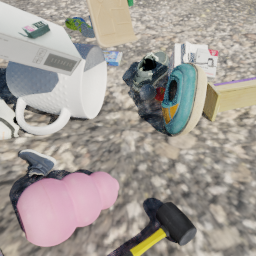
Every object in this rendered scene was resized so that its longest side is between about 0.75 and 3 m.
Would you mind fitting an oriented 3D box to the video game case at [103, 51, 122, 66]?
[{"bbox_3d":[-0.760,-2.875,11.521,0.932,0.212,0.844,5,42,6],"label":"video game case"}]

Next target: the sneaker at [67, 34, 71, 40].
[{"bbox_3d":[-3.016,-4.082,12.729,0.885,0.326,0.522,-25,42,-28],"label":"sneaker"}]

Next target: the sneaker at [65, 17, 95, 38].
[{"bbox_3d":[-1.505,-3.501,9.545,1.202,0.455,0.632,27,47,4],"label":"sneaker"}]

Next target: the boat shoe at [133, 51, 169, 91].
[{"bbox_3d":[0.941,-2.363,10.505,0.968,0.821,2.659,17,45,18],"label":"boat shoe"}]

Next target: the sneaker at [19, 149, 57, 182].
[{"bbox_3d":[-2.484,0.966,7.196,1.044,0.397,0.754,14,42,13],"label":"sneaker"}]

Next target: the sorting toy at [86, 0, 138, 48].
[{"bbox_3d":[-0.330,-3.166,7.266,0.391,1.965,2.658,-9,17,32],"label":"sorting toy"}]

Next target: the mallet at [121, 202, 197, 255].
[{"bbox_3d":[0.243,2.523,5.490,2.638,0.543,0.869,-33,47,-26],"label":"mallet"}]

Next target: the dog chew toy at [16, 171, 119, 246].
[{"bbox_3d":[-1.170,1.569,5.960,2.144,1.335,1.335,-16,45,-28],"label":"dog chew toy"}]

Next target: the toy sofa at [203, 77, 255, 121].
[{"bbox_3d":[3.590,-1.207,9.070,2.591,1.073,1.264,-11,45,-12],"label":"toy sofa"}]

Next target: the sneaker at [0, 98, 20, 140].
[{"bbox_3d":[-3.853,-0.380,8.524,0.888,0.818,2.219,-5,44,-28],"label":"sneaker"}]

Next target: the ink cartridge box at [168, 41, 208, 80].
[{"bbox_3d":[1.959,-1.996,9.260,1.053,1.681,1.081,2,80,0],"label":"ink cartridge box"}]

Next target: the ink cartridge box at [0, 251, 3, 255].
[{"bbox_3d":[-2.799,2.284,4.972,0.854,1.458,2.018,-30,50,-29],"label":"ink cartridge box"}]

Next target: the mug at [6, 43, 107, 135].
[{"bbox_3d":[-2.287,-1.166,8.431,2.591,2.182,2.955,8,67,13],"label":"mug"}]

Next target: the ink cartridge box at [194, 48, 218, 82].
[{"bbox_3d":[2.316,-1.889,8.411,0.637,0.366,0.877,9,79,3],"label":"ink cartridge box"}]

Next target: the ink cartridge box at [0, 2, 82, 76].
[{"bbox_3d":[-2.446,-2.176,5.483,2.620,0.570,2.274,6,45,-48],"label":"ink cartridge box"}]

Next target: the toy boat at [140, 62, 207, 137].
[{"bbox_3d":[1.257,-0.897,8.379,1.182,2.139,2.544,5,11,-19],"label":"toy boat"}]
